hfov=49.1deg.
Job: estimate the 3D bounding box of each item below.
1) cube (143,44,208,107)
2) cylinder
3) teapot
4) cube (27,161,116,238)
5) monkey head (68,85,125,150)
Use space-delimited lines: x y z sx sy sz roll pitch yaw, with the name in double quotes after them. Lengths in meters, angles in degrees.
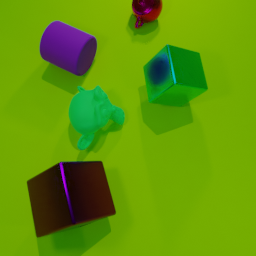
1.242 -1.352 7.522 1.148 1.148 1.148 4 69 -31 "cube"
-1.695 -2.284 8.076 1.207 1.207 1.207 26 73 8 "cylinder"
0.558 -3.859 8.678 1.001 0.788 1.609 26 105 21 "teapot"
-1.307 1.596 6.452 1.320 1.320 1.320 -29 69 32 "cube"
-0.882 -0.377 7.653 1.190 1.421 1.975 -24 58 33 "monkey head"
